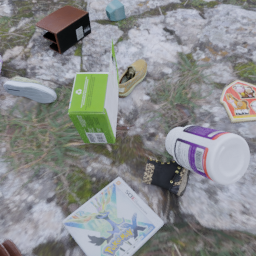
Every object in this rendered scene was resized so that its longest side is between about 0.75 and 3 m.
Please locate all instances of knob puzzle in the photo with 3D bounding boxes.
[{"bbox_3d":[4.461,-1.132,10.523,2.234,0.310,2.234,0,53,0],"label":"knob puzzle"}]

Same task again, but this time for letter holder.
[{"bbox_3d":[-3.071,3.426,6.786,1.025,0.725,1.443,-32,59,-24],"label":"letter holder"},{"bbox_3d":[-2.919,-4.525,12.677,1.469,1.040,2.067,29,58,23],"label":"letter holder"}]

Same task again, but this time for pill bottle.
[{"bbox_3d":[1.906,0.571,7.275,1.207,1.207,2.166,-25,19,-18],"label":"pill bottle"}]

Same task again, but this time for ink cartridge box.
[{"bbox_3d":[-0.876,-1.072,8.332,0.984,1.920,2.598,0,63,6],"label":"ink cartridge box"}]

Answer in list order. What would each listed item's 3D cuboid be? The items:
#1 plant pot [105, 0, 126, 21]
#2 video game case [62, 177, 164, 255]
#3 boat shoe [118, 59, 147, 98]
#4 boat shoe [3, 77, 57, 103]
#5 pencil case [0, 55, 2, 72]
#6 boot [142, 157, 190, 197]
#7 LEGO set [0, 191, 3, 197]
[{"bbox_3d":[-0.662,-5.729,13.801,0.775,0.761,0.759,-33,59,-12],"label":"plant pot"},{"bbox_3d":[-0.407,2.613,7.703,2.094,0.230,1.909,-36,60,-24],"label":"video game case"},{"bbox_3d":[0.191,-2.129,10.959,0.771,0.820,2.153,20,55,14],"label":"boat shoe"},{"bbox_3d":[-3.626,-1.534,10.550,2.209,0.795,0.685,15,52,14],"label":"boat shoe"},{"bbox_3d":[-5.488,-1.919,10.584,1.112,1.132,2.649,7,49,-21],"label":"pencil case"},{"bbox_3d":[1.240,1.138,8.609,1.307,0.635,1.736,13,60,9],"label":"boot"},{"bbox_3d":[-4.510,1.264,8.380,0.745,0.801,1.953,-27,57,-18],"label":"LEGO set"}]
